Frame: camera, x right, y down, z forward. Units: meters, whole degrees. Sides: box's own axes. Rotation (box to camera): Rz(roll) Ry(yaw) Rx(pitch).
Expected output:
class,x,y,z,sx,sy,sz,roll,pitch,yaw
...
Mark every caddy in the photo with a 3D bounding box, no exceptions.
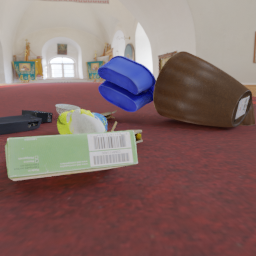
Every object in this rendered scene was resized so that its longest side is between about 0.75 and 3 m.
class,x,y,z,sx,sy,sz,roll,pitch,yaw
caddy,-0.023,-1.845,11.415,2.595,1.835,1.362,30,48,25

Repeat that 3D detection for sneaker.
class,x,y,z,sx,sy,sz,roll,pitch,yaw
sneaker,-1.060,-0.126,8.459,1.463,1.055,2.785,-7,13,-32

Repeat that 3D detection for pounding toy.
class,x,y,z,sx,sy,sz,roll,pitch,yaw
pounding toy,-0.023,0.169,7.866,0.706,0.708,1.234,4,12,38

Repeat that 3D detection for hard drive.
class,x,y,z,sx,sy,sz,roll,pitch,yaw
hard drive,-4.312,-0.129,9.933,2.108,0.446,1.422,-10,15,-40

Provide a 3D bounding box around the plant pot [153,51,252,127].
class,x,y,z,sx,sy,sz,roll,pitch,yaw
plant pot,3.008,-1.237,10.754,2.791,2.791,2.986,-12,30,-44

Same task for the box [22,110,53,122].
class,x,y,z,sx,sy,sz,roll,pitch,yaw
box,-3.752,-0.488,11.530,1.086,0.428,0.767,10,5,39

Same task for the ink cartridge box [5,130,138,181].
class,x,y,z,sx,sy,sz,roll,pitch,yaw
ink cartridge box,-1.307,0.634,5.850,2.129,0.701,2.925,-4,-10,-21

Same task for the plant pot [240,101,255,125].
class,x,y,z,sx,sy,sz,roll,pitch,yaw
plant pot,4.537,-0.848,11.312,1.210,1.295,1.210,0,11,0

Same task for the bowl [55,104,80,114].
class,x,y,z,sx,sy,sz,roll,pitch,yaw
bowl,-2.691,-0.717,12.455,1.094,0.492,1.094,10,14,-2

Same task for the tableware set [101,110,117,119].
class,x,y,z,sx,sy,sz,roll,pitch,yaw
tableware set,-1.000,-0.440,11.771,1.123,0.340,1.699,-12,6,3
